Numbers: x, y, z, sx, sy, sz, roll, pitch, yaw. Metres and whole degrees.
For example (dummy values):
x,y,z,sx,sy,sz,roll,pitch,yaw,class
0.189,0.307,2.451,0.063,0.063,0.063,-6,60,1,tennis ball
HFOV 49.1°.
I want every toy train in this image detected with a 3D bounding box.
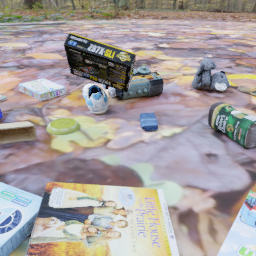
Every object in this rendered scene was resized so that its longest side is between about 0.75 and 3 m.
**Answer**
x,y,z,sx,sy,sz,roll,pitch,yaw,class
0.291,-2.133,13.588,2.970,1.266,1.693,-11,38,-22,toy train

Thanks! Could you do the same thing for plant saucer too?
x,y,z,sx,sy,sz,roll,pitch,yaw,class
-2.436,-0.106,10.563,1.257,0.195,1.257,1,27,0,plant saucer

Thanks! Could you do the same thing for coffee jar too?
x,y,z,sx,sy,sz,roll,pitch,yaw,class
3.656,-0.164,9.754,0.841,1.028,1.971,-15,29,-21,coffee jar

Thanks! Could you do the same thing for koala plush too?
x,y,z,sx,sy,sz,roll,pitch,yaw,class
4.318,-2.421,14.170,1.765,1.622,1.565,33,23,15,koala plush

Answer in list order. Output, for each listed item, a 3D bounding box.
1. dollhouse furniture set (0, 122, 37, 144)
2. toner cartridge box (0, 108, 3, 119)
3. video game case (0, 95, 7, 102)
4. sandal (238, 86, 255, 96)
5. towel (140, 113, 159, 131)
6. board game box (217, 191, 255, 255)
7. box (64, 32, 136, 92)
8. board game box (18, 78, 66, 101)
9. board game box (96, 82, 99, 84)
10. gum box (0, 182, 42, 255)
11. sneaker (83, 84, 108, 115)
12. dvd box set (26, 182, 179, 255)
x,y,z,sx,sy,sz,roll,pitch,yaw,class
-4.030,0.249,8.550,2.386,1.891,1.693,-6,43,-19,dollhouse furniture set
-5.935,-0.238,10.339,1.062,0.483,2.236,16,35,27,toner cartridge box
-6.689,-1.347,13.067,1.494,0.165,1.360,17,31,30,video game case
6.237,-1.902,13.868,0.654,0.440,1.629,-19,32,-33,sandal
0.784,-0.230,10.711,0.653,0.284,1.170,-1,28,-1,towel
2.929,2.348,5.354,1.882,0.455,2.488,18,32,31,board game box
-1.100,-2.530,11.154,2.659,2.123,0.656,19,72,3,box
-4.318,-1.964,14.072,1.442,0.367,2.145,-24,35,-39,board game box
-1.447,-2.777,15.917,1.007,0.174,0.682,-19,32,-32,board game box
-2.870,2.040,6.020,1.577,0.413,1.856,12,29,22,gum box
-1.478,-1.554,12.529,1.045,1.053,2.907,-8,26,-13,sneaker
-0.467,1.956,5.739,2.730,0.401,1.998,6,29,-6,dvd box set
